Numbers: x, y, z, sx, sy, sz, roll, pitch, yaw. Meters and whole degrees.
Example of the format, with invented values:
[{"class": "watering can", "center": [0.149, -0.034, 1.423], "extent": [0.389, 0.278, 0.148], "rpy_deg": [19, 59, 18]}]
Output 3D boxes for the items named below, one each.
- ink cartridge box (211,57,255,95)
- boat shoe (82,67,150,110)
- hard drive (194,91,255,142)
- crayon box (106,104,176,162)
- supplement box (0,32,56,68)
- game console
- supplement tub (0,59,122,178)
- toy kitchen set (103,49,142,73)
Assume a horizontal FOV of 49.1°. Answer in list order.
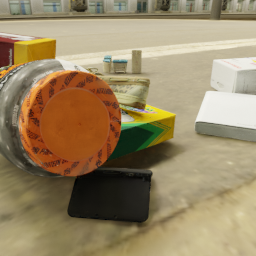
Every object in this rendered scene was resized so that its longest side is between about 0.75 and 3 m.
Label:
[{"class": "ink cartridge box", "center": [4.295, -1.759, 9.556], "extent": [2.388, 1.011, 1.726], "rpy_deg": [-7, 25, -8]}, {"class": "boat shoe", "center": [-0.455, -0.969, 6.341], "extent": [2.167, 0.679, 0.794], "rpy_deg": [19, 5, 29]}, {"class": "hard drive", "center": [2.819, -0.417, 7.520], "extent": [1.695, 0.343, 2.569], "rpy_deg": [9, 27, 18]}, {"class": "crayon box", "center": [-0.344, -0.145, 6.423], "extent": [1.873, 0.633, 2.171], "rpy_deg": [-17, 28, -36]}, {"class": "supplement box", "center": [-3.631, -1.517, 7.394], "extent": [2.807, 1.863, 2.768], "rpy_deg": [6, 20, -3]}, {"class": "game console", "center": [-0.236, 1.040, 4.637], "extent": [1.231, 0.717, 1.083], "rpy_deg": [3, -5, 8]}, {"class": "supplement tub", "center": [-1.517, -0.220, 4.786], "extent": [1.787, 1.787, 2.918], "rpy_deg": [-19, 18, -35]}, {"class": "toy kitchen set", "center": [-0.256, -3.090, 12.493], "extent": [1.691, 0.996, 1.355], "rpy_deg": [0, 25, 0]}]
